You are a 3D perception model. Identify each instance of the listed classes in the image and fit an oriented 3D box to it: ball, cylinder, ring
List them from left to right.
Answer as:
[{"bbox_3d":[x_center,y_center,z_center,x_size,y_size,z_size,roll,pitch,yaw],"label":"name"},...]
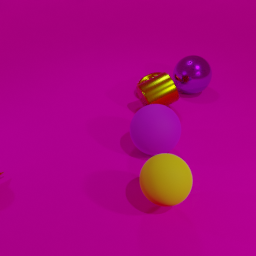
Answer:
[{"bbox_3d":[0.869,-1.503,9.616,1.216,0.243,1.216,-14,42,13],"label":"ring"},{"bbox_3d":[0.675,0.043,6.936,1.266,1.266,1.266,0,34,0],"label":"ball"},{"bbox_3d":[0.901,-1.063,8.594,0.983,0.983,0.983,-27,39,-4],"label":"cylinder"},{"bbox_3d":[0.726,0.997,5.404,1.006,1.006,1.006,0,34,0],"label":"ball"},{"bbox_3d":[2.210,-1.831,9.648,1.320,1.320,1.320,0,34,0],"label":"ball"}]

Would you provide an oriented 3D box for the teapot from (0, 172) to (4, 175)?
[{"bbox_3d":[-3.019,1.208,5.883,0.670,0.528,1.078,-28,25,32],"label":"teapot"}]
